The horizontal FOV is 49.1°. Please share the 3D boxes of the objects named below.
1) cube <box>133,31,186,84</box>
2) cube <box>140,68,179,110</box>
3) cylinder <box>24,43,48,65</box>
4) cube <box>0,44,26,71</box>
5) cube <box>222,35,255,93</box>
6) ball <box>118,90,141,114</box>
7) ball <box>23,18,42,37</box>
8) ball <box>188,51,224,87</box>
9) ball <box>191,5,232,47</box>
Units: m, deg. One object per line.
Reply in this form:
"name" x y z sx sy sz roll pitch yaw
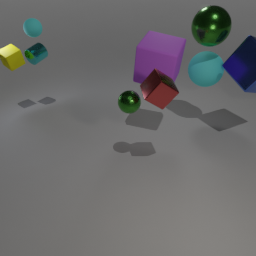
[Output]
"cube" 1.105 -2.377 9.877 1.400 1.400 1.400 17 44 12
"cube" 0.861 -1.081 7.778 0.700 0.700 0.700 25 33 -31
"cylinder" -3.900 -3.161 11.917 0.700 0.700 0.700 19 51 30
"cube" -4.843 -2.932 11.652 0.700 0.700 0.700 34 60 26
"cube" 4.571 -2.215 9.997 1.400 1.400 1.400 -3 52 -41
"ball" 0.041 -0.781 8.435 0.700 0.700 0.700 0 29 0
"ball" -3.662 -3.858 10.788 0.700 0.700 0.700 0 29 0
"ball" 3.113 -2.351 11.210 1.400 1.400 1.400 0 29 0
"ball" 2.995 -3.658 10.097 1.400 1.400 1.400 0 29 0
